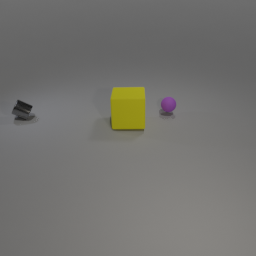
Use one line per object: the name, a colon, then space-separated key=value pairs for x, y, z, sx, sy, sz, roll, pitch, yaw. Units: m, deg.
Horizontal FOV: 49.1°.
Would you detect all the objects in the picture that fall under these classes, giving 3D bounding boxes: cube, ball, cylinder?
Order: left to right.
cylinder: x=-4.724 y=-0.815 z=12.517 sx=0.700 sy=0.700 sz=0.700 roll=24 pitch=25 yaw=-20
cube: x=0.024 y=-0.868 z=11.998 sx=1.400 sy=1.400 sz=1.400 roll=0 pitch=27 yaw=2
ball: x=1.856 y=-1.078 z=12.815 sx=0.700 sy=0.700 sz=0.700 roll=0 pitch=31 yaw=0
